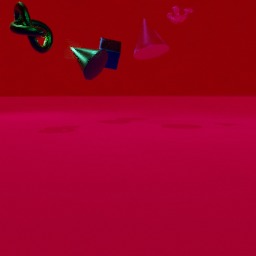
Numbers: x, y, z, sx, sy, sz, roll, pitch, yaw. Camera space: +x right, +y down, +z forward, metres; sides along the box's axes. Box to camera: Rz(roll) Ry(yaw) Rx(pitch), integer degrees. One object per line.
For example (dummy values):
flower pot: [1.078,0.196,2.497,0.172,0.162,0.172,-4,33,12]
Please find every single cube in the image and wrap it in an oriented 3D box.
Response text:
cube: [-0.849,-3.296,12.458,0.936,0.936,0.936,10,47,-9]

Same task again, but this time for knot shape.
knot shape: [-3.137,-3.223,9.344,1.615,0.798,1.726,38,16,-51]

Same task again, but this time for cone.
cone: [-1.805,-2.918,11.400,1.419,1.414,1.414,37,19,14]
cone: [0.694,-3.249,9.818,1.269,1.274,1.269,-11,-5,-1]

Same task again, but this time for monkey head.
monkey head: [1.938,-4.430,10.796,1.009,0.726,0.608,-5,46,25]
